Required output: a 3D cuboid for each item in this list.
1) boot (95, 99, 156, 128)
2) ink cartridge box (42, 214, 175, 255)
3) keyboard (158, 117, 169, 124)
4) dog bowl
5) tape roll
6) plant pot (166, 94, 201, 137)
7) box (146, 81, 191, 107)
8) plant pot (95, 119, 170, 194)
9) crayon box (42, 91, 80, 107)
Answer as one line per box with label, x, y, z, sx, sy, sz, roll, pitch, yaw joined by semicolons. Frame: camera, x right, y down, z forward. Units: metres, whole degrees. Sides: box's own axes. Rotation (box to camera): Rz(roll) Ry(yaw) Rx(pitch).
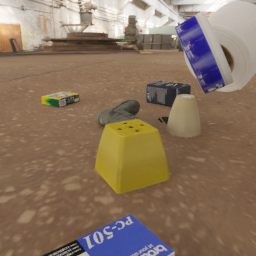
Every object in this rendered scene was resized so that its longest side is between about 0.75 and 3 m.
boot;0.177;-0.326;10.360;2.221;0.886;2.442;-29;24;-28
ink cartridge box;-0.587;2.136;3.957;2.389;0.528;1.123;-14;25;-34
keyboard;1.553;-0.317;11.518;0.563;0.091;0.886;-3;19;-10
dog bowl;2.047;-1.987;7.549;0.804;2.041;2.041;-24;13;18
tape roll;3.487;-2.781;9.741;2.575;2.575;1.768;20;53;44
plant pot;2.055;-0.508;10.181;1.257;1.342;1.257;0;19;0
box;2.036;-1.753;14.221;1.843;0.962;1.364;16;25;38
plant pot;0.082;0.584;7.146;1.498;1.322;1.498;-10;23;-26
crayon box;-3.430;-1.482;14.280;1.247;0.421;1.445;11;22;32
